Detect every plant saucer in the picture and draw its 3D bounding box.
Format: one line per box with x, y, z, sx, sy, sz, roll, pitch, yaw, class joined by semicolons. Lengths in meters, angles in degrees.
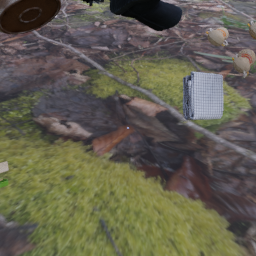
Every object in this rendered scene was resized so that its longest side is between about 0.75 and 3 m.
-2.467;-2.900;6.902;2.117;2.117;0.339;-28;90;-31;plant saucer

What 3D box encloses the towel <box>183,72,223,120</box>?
1.811;-0.765;6.864;0.946;1.143;0.489;-2;0;-24;towel

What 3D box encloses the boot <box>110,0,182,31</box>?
0.841;-3.341;7.371;1.851;0.841;2.203;3;-6;-38;boot

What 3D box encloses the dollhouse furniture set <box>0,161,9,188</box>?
-2.350;0.542;4.814;0.516;1.033;0.399;-2;8;30;dollhouse furniture set

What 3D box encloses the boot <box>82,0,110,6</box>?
-0.602;-4.408;7.909;1.570;0.709;1.915;-4;67;24;boot

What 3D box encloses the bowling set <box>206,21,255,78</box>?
2.936;-1.810;6.043;2.259;1.572;1.213;44;38;4;bowling set
